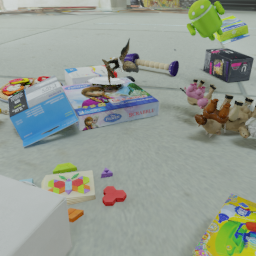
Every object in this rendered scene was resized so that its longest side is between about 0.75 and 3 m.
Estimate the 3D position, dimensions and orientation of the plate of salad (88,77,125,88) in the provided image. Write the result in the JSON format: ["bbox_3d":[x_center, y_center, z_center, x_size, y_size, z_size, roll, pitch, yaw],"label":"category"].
[{"bbox_3d":[-0.766,-1.591,9.893,1.314,0.316,1.314,3,18,-1],"label":"plate of salad"}]

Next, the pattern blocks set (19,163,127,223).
[{"bbox_3d":[-1.245,1.263,5.921,2.045,0.166,1.797,-13,31,-22],"label":"pattern blocks set"}]

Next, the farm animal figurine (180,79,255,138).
[{"bbox_3d":[2.664,-0.368,8.007,2.350,1.239,2.376,14,25,-2],"label":"farm animal figurine"}]

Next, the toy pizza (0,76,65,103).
[{"bbox_3d":[-3.822,-1.618,11.018,2.613,0.414,2.613,0,28,0],"label":"toy pizza"}]

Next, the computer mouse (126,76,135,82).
[{"bbox_3d":[-0.030,-2.068,11.967,0.623,0.237,0.900,23,30,34],"label":"computer mouse"}]

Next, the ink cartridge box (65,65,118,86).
[{"bbox_3d":[-1.284,-1.983,11.328,2.264,0.761,1.316,-12,31,-22],"label":"ink cartridge box"}]

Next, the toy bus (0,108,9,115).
[{"bbox_3d":[-4.375,-0.270,8.039,1.640,1.547,0.847,-2,72,-2],"label":"toy bus"}]

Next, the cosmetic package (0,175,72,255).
[{"bbox_3d":[-2.132,1.937,3.564,1.508,1.189,2.802,13,30,23],"label":"cosmetic package"}]

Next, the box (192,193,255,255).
[{"bbox_3d":[1.844,1.927,3.898,1.495,0.912,1.440,19,35,33],"label":"box"}]

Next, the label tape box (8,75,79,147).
[{"bbox_3d":[-2.567,-0.587,8.273,1.666,0.769,2.326,-27,33,-9],"label":"label tape box"}]

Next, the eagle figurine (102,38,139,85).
[{"bbox_3d":[-0.149,-1.777,7.340,1.096,0.832,0.827,-31,74,-25],"label":"eagle figurine"}]

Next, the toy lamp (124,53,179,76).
[{"bbox_3d":[1.004,-3.075,13.357,2.803,0.816,0.816,15,32,27],"label":"toy lamp"}]

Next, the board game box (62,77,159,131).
[{"bbox_3d":[-0.739,-0.959,9.642,2.692,0.554,2.685,-12,31,-22],"label":"board game box"}]

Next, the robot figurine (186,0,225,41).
[{"bbox_3d":[1.990,-2.790,7.202,0.966,1.101,0.637,-32,25,26],"label":"robot figurine"}]

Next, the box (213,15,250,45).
[{"bbox_3d":[3.503,-3.460,9.823,0.955,0.373,1.566,-17,33,8],"label":"box"}]

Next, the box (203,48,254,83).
[{"bbox_3d":[4.493,-2.892,12.726,1.208,1.048,1.976,-9,30,-17],"label":"box"}]
